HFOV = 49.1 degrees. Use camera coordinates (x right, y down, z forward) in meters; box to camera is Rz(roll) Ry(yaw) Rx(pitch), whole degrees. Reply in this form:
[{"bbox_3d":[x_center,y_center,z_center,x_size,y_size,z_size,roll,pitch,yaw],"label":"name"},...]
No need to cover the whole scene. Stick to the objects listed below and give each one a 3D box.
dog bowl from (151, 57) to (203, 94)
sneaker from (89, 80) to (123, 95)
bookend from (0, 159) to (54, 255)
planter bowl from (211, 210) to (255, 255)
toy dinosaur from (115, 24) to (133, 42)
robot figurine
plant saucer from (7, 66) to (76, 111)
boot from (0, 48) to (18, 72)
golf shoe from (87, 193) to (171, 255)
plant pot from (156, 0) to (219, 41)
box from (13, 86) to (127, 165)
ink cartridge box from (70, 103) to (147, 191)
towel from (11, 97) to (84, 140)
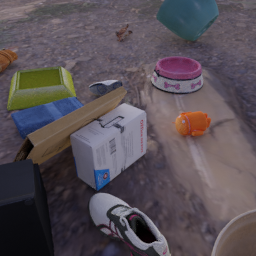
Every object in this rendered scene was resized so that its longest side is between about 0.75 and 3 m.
[{"bbox_3d":[2.000,-2.197,11.263,2.119,0.781,2.119,0,37,0],"label":"dog bowl"},{"bbox_3d":[-0.890,-1.581,10.779,1.322,0.493,0.576,-10,24,-24],"label":"sneaker"},{"bbox_3d":[-2.100,1.331,5.176,1.018,2.209,2.195,-11,38,-15],"label":"bookend"},{"bbox_3d":[2.271,2.633,3.820,2.495,1.679,2.495,0,36,0],"label":"planter bowl"},{"bbox_3d":[-0.301,-5.405,15.915,0.983,0.622,1.450,-30,22,7],"label":"toy dinosaur"},{"bbox_3d":[1.943,-0.135,8.521,1.136,0.817,0.662,-11,-5,-12],"label":"robot figurine"},{"bbox_3d":[-3.323,-1.682,10.712,2.443,0.585,2.440,-9,37,-13],"label":"plant saucer"},{"bbox_3d":[-6.387,-3.128,12.358,2.511,0.963,1.950,15,40,15],"label":"boot"},{"bbox_3d":[0.002,1.836,5.543,0.866,0.989,2.244,-29,44,-33],"label":"golf shoe"},{"bbox_3d":[3.373,-6.165,15.026,2.350,2.929,2.929,48,49,5],"label":"plant pot"},{"bbox_3d":[-1.490,0.127,6.928,2.820,2.306,0.300,-34,85,-41],"label":"box"},{"bbox_3d":[-0.407,0.420,7.114,0.802,1.389,1.902,24,42,34],"label":"ink cartridge box"},{"bbox_3d":[-2.421,-0.317,8.878,2.218,0.538,1.238,-19,40,-26],"label":"towel"}]
